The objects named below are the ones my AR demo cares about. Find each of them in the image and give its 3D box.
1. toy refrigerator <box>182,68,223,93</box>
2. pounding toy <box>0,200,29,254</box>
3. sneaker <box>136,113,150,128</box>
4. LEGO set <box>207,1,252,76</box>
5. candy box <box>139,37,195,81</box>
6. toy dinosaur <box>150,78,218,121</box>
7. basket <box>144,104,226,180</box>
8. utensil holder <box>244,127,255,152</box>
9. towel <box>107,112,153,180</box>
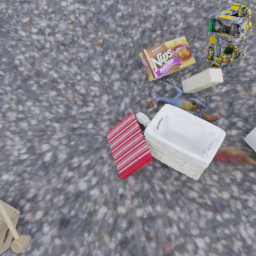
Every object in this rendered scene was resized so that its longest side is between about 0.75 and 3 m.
[{"bbox_3d":[2.198,-1.371,8.363,0.464,1.223,0.428,-5,83,-29],"label":"toy refrigerator"},{"bbox_3d":[-2.992,2.276,6.648,1.783,0.816,1.566,25,104,14],"label":"pounding toy"},{"bbox_3d":[0.564,-0.181,8.448,0.292,0.339,0.802,-40,80,-9],"label":"sneaker"},{"bbox_3d":[3.207,-2.634,8.308,1.542,2.005,1.162,-18,37,-31],"label":"LEGO set"},{"bbox_3d":[1.283,-2.266,9.137,1.666,0.470,0.972,-23,91,-24],"label":"candy box"},{"bbox_3d":[1.575,-0.593,8.642,1.666,1.836,0.964,11,66,46],"label":"toy dinosaur"},{"bbox_3d":[1.476,0.410,7.650,1.839,1.135,1.247,28,56,20],"label":"basket"},{"bbox_3d":[4.554,0.515,7.234,1.987,1.987,2.339,-37,70,-16],"label":"utensil holder"},{"bbox_3d":[0.007,0.490,7.784,1.159,0.180,1.602,-39,53,25],"label":"towel"}]
